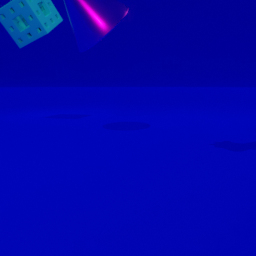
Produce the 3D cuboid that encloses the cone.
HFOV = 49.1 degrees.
[{"bbox_3d":[-1.033,-2.756,6.135,1.511,1.517,1.511,-33,29,21],"label":"cone"}]

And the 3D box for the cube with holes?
[{"bbox_3d":[-2.892,-3.294,8.293,1.139,1.139,1.139,-16,33,26],"label":"cube with holes"}]
